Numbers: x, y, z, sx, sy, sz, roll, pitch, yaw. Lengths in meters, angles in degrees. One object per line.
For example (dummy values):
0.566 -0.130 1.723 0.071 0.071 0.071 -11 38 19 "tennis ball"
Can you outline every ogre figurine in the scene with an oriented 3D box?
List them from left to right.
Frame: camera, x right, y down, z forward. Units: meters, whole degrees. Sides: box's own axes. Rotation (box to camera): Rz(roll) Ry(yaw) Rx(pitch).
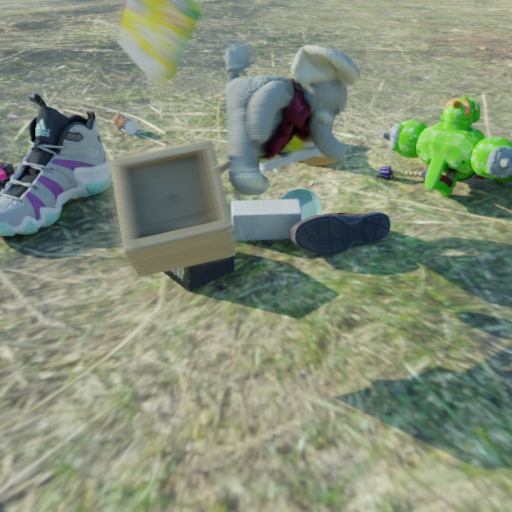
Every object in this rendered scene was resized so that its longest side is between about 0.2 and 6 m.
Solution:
4.659 -2.295 12.288 2.472 2.023 4.123 -7 43 -45 "ogre figurine"

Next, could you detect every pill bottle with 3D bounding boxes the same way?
-3.723 -3.716 15.817 0.421 0.421 0.793 -25 40 -34 "pill bottle"

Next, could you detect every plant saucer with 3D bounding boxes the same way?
0.867 -0.892 11.178 0.915 0.165 0.915 -5 71 14 "plant saucer"

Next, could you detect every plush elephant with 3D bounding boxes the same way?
0.544 -2.040 8.179 1.852 2.392 1.970 -4 -1 4 "plush elephant"

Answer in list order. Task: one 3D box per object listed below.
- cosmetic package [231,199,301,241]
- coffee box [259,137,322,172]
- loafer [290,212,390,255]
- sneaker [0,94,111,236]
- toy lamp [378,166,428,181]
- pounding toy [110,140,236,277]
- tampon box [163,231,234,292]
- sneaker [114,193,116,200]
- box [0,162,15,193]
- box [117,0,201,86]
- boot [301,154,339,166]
0.181 -0.684 10.699 1.311 0.667 0.486 -2 44 -4 "cosmetic package"
0.403 -2.300 9.839 1.240 1.228 1.242 -18 18 -5 "coffee box"
1.516 -0.471 10.523 2.074 0.745 0.653 -8 14 -23 "loafer"
-4.351 -2.008 11.242 1.316 2.368 3.385 12 34 18 "sneaker"
3.431 -1.920 13.051 1.135 0.330 0.330 5 32 7 "toy lamp"
-1.015 -0.751 7.749 1.610 1.243 1.749 -13 66 -5 "pounding toy"
-1.182 -0.189 9.773 1.021 0.860 1.363 -25 40 -34 "tampon box"
-2.130 -1.242 11.697 1.657 0.646 0.823 20 34 27 "sneaker"
-5.753 -1.480 11.947 0.639 0.736 1.114 15 35 30 "box"
-1.826 -4.370 10.408 1.268 2.162 0.523 49 59 1 "box"
1.335 -3.133 14.359 2.533 0.891 1.813 11 40 29 "boot"
